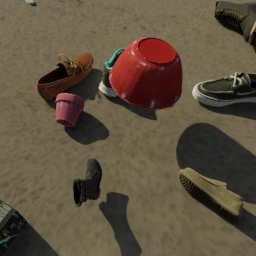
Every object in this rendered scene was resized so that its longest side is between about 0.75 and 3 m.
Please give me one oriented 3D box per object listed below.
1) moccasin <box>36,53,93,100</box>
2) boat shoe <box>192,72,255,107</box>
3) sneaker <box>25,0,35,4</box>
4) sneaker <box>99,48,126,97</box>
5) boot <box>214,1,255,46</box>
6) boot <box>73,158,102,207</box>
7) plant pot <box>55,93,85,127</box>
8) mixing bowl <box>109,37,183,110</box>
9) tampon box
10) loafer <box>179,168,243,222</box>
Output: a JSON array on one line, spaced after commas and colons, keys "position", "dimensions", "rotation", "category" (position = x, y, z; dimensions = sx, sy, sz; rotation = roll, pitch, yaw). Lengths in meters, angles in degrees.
[{"position": [-2.060, -1.871, 9.251], "dimensions": [2.273, 0.877, 0.831], "rotation": [-37, 62, -24], "category": "moccasin"}, {"position": [3.490, -1.355, 8.854], "dimensions": [2.831, 0.901, 1.001], "rotation": [-3, 54, -2], "category": "boat shoe"}, {"position": [-4.462, -5.800, 12.500], "dimensions": [0.292, 0.323, 0.789], "rotation": [-37, 62, -23], "category": "sneaker"}, {"position": [0.104, -2.201, 9.273], "dimensions": [1.051, 1.236, 2.710], "rotation": [30, 59, 18], "category": "sneaker"}, {"position": [4.195, -4.157, 10.959], "dimensions": [1.981, 1.109, 2.864], "rotation": [15, 42, 16], "category": "boot"}, {"position": [-0.966, 1.235, 6.544], "dimensions": [0.392, 0.985, 1.131], "rotation": [-9, 76, 17], "category": "boot"}, {"position": [-1.781, -0.497, 8.331], "dimensions": [0.862, 0.862, 0.772], "rotation": [8, 70, 6], "category": "plant pot"}, {"position": [0.593, -1.592, 7.239], "dimensions": [2.033, 1.101, 2.033], "rotation": [7, 52, -9], "category": "mixing bowl"}, {"position": [-2.974, 2.268, 6.223], "dimensions": [0.696, 0.827, 1.103], "rotation": [24, 57, 17], "category": "tampon box"}, {"position": [2.046, 1.548, 6.911], "dimensions": [1.768, 0.672, 0.596], "rotation": [38, 61, 13], "category": "loafer"}]
